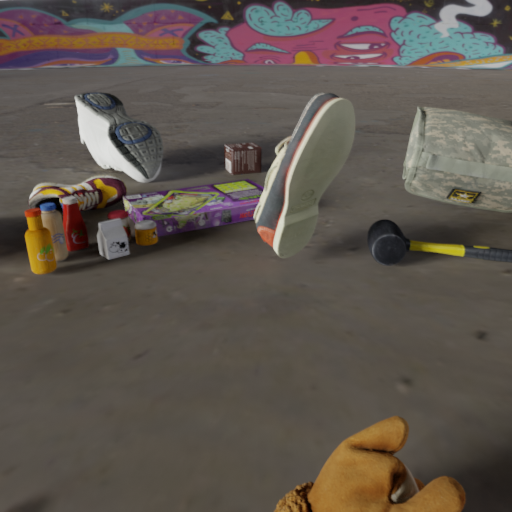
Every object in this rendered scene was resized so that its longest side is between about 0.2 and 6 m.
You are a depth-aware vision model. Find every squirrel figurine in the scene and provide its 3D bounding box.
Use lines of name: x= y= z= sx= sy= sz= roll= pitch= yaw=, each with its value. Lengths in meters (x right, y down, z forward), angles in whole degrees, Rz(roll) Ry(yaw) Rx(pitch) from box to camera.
squirrel figurine: x=0.778 y=1.988 z=3.562 sx=1.434 sy=1.015 sz=1.339 roll=-19 pitch=37 yaw=-7

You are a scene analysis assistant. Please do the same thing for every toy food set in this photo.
toy food set: x=-2.659 y=-0.497 z=8.943 sx=2.116 sy=0.952 sz=1.010 roll=-17 pitch=24 yaw=-33

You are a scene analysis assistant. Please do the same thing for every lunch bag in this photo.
lunch bag: x=4.207 y=-1.879 z=11.129 sx=2.356 sy=1.689 sz=2.873 roll=13 pitch=24 yaw=10

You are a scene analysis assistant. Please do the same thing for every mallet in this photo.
mallet: x=3.137 y=-0.138 z=8.912 sx=2.796 sy=0.575 sz=0.921 roll=4 pitch=20 yaw=-3

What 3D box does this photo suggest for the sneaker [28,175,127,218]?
sneaker: x=-3.445 y=-1.077 z=10.894 sx=1.845 sy=0.691 sz=0.831 roll=-9 pitch=32 yaw=-6

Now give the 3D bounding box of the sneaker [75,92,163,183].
sneaker: x=-3.406 y=-2.762 z=13.994 sx=1.317 sy=1.539 sz=3.534 roll=-14 pitch=45 yaw=-34

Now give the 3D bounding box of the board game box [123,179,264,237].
board game box: x=-1.032 y=-0.986 z=10.943 sx=2.756 sy=0.445 sz=1.654 roll=-11 pitch=21 yaw=-24

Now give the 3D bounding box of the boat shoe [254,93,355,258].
boat shoe: x=0.573 y=-1.162 z=7.958 sx=0.985 sy=2.769 sz=0.866 roll=-17 pitch=55 yaw=-28

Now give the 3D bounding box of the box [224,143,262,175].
box: x=-0.331 y=-2.419 z=13.916 sx=0.785 sy=0.644 sz=0.651 roll=-8 pitch=25 yaw=-18
